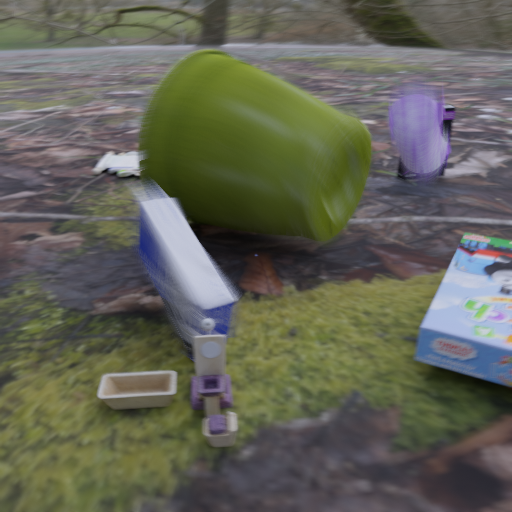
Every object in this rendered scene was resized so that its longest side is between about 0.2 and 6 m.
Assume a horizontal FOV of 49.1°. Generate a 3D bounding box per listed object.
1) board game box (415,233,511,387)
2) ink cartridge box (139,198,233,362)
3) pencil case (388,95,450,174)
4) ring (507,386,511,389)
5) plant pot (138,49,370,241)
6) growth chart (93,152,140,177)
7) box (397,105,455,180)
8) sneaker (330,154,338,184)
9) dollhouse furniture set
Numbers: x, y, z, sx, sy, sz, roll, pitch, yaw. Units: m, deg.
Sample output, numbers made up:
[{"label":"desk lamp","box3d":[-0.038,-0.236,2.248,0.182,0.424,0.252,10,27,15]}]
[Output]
[{"label":"board game box","box3d":[3.608,0.679,7.267,2.336,0.565,3.088,13,30,24]},{"label":"ink cartridge box","box3d":[-0.990,0.254,7.419,0.471,1.002,2.131,-12,46,-25]},{"label":"pencil case","box3d":[2.185,-1.571,7.426,0.682,0.669,1.595,-2,-7,22]},{"label":"ring","box3d":[3.992,1.182,7.112,2.426,0.233,2.426,0,25,0]},{"label":"plant pot","box3d":[0.200,-1.692,9.880,3.102,3.221,3.221,23,33,28]},{"label":"growth chart","box3d":[-2.813,-2.362,14.478,2.738,0.243,1.982,2,26,4]},{"label":"box","box3d":[4.101,-2.733,13.558,1.225,1.714,0.309,-8,29,-15]},{"label":"sneaker","box3d":[0.496,-1.183,9.609,2.226,1.252,0.793,-35,8,-10]},{"label":"dollhouse furniture set","box3d":[-0.982,1.287,5.933,1.474,1.046,1.168,-2,26,-5]}]
